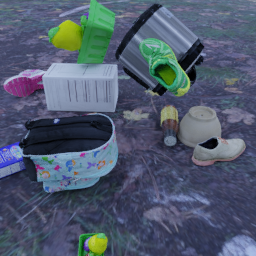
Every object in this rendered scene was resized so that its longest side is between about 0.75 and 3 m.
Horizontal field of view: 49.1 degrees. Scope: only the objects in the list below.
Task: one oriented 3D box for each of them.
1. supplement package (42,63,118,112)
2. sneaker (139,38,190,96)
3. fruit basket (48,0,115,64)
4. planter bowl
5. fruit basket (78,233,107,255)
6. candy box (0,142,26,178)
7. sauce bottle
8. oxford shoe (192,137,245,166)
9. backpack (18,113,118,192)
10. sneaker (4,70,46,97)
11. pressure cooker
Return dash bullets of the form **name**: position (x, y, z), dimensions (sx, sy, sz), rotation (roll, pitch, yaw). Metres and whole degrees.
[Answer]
- **supplement package**: position (-1.998, -1.814, 12.483), dimensions (2.982, 1.633, 1.696), rotation (2, 33, 4)
- **sneaker**: position (0.948, -1.816, 7.795), dimensions (0.885, 0.784, 2.118), rotation (9, 42, -55)
- **fruit basket**: position (-1.960, -3.895, 11.576), dimensions (2.616, 2.616, 1.887), rotation (2, 59, 3)
- **planter bowl**: position (2.709, -0.133, 10.429), dimensions (1.629, 1.096, 1.629), rotation (0, 34, 0)
- **fruit basket**: position (-0.783, 2.709, 6.294), dimensions (0.662, 0.918, 0.918), rotation (-3, 33, -4)
- **candy box**: position (-3.919, 1.052, 9.160), dimensions (1.242, 0.478, 1.050), rotation (-20, 37, -30)
- **sauce bottle**: position (1.590, -0.119, 10.752), dimensions (0.712, 0.712, 2.157), rotation (4, 32, 7)
- **oxford shoe**: position (3.172, 0.658, 9.491), dimensions (2.111, 0.779, 0.747), rotation (-15, 36, -22)
- **backpack**: position (-1.593, 0.626, 8.407), dimensions (2.611, 1.966, 2.318), rotation (-12, 31, -1)
- **sneaker**: position (-5.024, -2.288, 13.911), dimensions (1.117, 1.030, 2.533), rotation (23, 31, 33)
- **pressure cooker**: position (1.242, -2.467, 9.650), dimensions (2.772, 2.477, 2.438), rotation (40, 74, -3)
